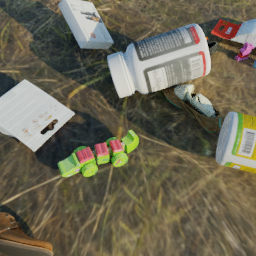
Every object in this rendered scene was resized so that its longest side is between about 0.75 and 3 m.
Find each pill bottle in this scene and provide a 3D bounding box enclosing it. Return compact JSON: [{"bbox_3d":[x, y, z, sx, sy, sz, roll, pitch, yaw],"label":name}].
[{"bbox_3d":[3.632,0.532,6.994,2.523,1.401,1.401,14,55,10],"label":"pill bottle"},{"bbox_3d":[0.895,-1.973,8.535,2.809,1.600,1.600,-17,54,4],"label":"pill bottle"}]

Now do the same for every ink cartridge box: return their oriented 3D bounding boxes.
[{"bbox_3d":[4.412,-3.731,10.518,2.168,0.512,1.735,23,44,15],"label":"ink cartridge box"},{"bbox_3d":[-2.902,-0.355,8.324,2.106,0.528,1.708,34,59,12],"label":"ink cartridge box"}]

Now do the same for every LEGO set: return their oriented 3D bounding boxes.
[{"bbox_3d":[5.021,-2.779,9.781,2.170,0.890,0.828,-17,56,-12],"label":"LEGO set"}]

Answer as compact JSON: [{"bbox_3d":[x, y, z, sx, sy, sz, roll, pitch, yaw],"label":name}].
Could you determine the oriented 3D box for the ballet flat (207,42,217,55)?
[{"bbox_3d":[2.367,-2.913,10.131,1.708,0.485,0.568,-4,53,-3],"label":"ballet flat"}]

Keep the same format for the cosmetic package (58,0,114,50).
[{"bbox_3d":[-1.458,-3.664,9.899,1.371,0.470,1.819,-19,77,-49],"label":"cosmetic package"}]

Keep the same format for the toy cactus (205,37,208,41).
[{"bbox_3d":[2.357,-2.941,10.024,0.905,0.561,1.097,18,63,15],"label":"toy cactus"}]

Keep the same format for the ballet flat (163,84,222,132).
[{"bbox_3d":[1.942,-0.799,8.362,0.755,0.805,2.225,-30,58,-20],"label":"ballet flat"}]

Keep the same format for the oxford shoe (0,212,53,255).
[{"bbox_3d":[-2.638,2.278,6.111,2.316,0.826,0.826,12,46,10],"label":"oxford shoe"}]

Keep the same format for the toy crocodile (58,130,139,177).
[{"bbox_3d":[-0.743,0.683,7.339,2.198,0.679,0.742,-18,55,-12],"label":"toy crocodile"}]
